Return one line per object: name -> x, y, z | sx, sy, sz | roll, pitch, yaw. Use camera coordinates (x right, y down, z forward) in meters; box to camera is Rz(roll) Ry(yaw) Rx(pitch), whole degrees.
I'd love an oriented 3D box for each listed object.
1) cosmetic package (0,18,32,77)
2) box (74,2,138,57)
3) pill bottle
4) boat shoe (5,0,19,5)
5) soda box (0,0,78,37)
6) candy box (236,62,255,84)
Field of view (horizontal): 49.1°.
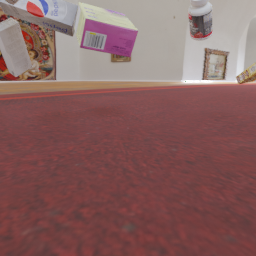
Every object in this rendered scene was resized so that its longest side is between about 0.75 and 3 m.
cosmetic package -> -2.870, -1.987, 7.012 | 0.343, 1.354, 0.559 | 35, 58, 23
box -> -0.675, -2.755, 7.827 | 1.426, 0.784, 1.621 | 5, 35, -21
pill bottle -> 2.624, -4.042, 10.170 | 0.840, 1.518, 0.840 | -10, 46, 10
boat shoe -> -2.216, -2.955, 4.966 | 2.479, 0.828, 0.912 | 49, 4, 33
soda box -> -3.012, -4.072, 9.641 | 2.545, 0.807, 0.869 | 17, -10, -6
candy box -> 3.993, -1.754, 8.824 | 0.639, 0.306, 1.106 | -12, -10, -13
